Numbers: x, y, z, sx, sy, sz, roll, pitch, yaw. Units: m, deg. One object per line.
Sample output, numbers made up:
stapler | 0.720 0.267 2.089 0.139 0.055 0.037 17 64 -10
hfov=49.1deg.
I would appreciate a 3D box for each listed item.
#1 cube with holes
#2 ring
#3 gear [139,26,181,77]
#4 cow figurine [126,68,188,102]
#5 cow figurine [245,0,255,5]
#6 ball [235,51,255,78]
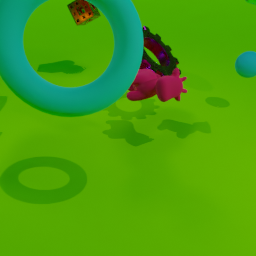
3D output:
cube with holes | -1.673 -4.492 10.726 0.800 0.800 0.800 -21 14 20
ring | -0.770 -1.126 3.678 1.972 1.972 0.394 -4 6 -7
gear | 0.709 -2.128 8.245 2.031 0.376 2.031 26 45 -29
cow figurine | 0.656 -1.083 6.856 1.449 0.808 1.472 -6 24 4
cow figurine | 3.083 -2.523 5.488 1.401 0.769 1.379 40 43 16
ball | 3.764 -1.972 8.730 0.809 0.809 0.809 0 32 0
